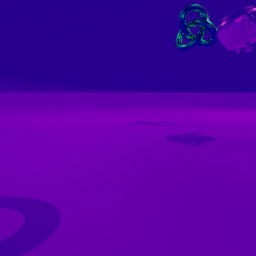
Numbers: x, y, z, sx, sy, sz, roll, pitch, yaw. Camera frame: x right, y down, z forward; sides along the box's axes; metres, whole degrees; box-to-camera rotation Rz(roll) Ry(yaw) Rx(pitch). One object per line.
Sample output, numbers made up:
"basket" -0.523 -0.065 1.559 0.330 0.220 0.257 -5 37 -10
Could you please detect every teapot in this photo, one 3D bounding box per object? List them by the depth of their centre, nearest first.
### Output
"teapot" 2.467 -2.029 6.020 1.048 0.825 1.685 -19 -1 10

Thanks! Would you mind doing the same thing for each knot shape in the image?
"knot shape" 1.985 -2.928 8.630 1.310 1.400 0.647 -38 -4 33
